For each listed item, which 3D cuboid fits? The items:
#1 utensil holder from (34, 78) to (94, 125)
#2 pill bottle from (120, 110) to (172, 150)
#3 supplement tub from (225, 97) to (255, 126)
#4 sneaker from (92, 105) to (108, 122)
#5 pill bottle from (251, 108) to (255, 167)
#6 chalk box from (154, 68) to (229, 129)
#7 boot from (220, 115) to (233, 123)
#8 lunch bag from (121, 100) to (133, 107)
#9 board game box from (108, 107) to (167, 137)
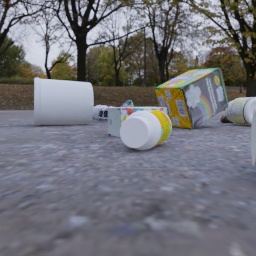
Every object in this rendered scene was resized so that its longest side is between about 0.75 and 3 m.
[{"bbox_3d":[-3.087,-1.215,13.246,2.583,2.195,2.195,-1,5,-19],"label":"utensil holder"},{"bbox_3d":[0.400,0.032,6.204,0.840,0.840,1.513,2,6,22],"label":"pill bottle"},{"bbox_3d":[5.489,-0.765,12.982,1.299,1.299,1.792,-1,4,-13],"label":"supplement tub"},{"bbox_3d":[-0.817,-0.785,15.317,2.460,0.956,1.721,-3,5,-24],"label":"sneaker"},{"bbox_3d":[2.563,0.150,3.396,1.909,1.076,1.076,1,5,19],"label":"pill bottle"},{"bbox_3d":[2.925,-1.429,11.958,2.905,1.807,1.798,-28,20,-27],"label":"chalk box"},{"bbox_3d":[5.575,-0.486,15.030,0.701,0.541,1.447,17,24,38],"label":"boot"},{"bbox_3d":[-0.075,-0.856,13.758,0.636,1.042,0.888,35,-1,9],"label":"lunch bag"},{"bbox_3d":[0.306,-0.224,8.907,1.697,0.890,0.874,-4,7,-31],"label":"board game box"}]
